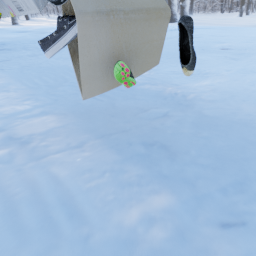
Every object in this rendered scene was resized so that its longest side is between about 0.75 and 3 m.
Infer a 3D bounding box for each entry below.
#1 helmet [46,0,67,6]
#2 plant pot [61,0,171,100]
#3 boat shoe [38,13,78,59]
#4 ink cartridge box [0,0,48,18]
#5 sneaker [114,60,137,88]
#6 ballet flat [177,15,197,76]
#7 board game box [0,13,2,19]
[{"bbox_3d":[-1.164,-2.457,4.483,0.776,0.740,0.776,40,20,-18],"label":"helmet"},{"bbox_3d":[-0.409,-2.809,7.717,2.444,2.761,2.758,-12,58,-14],"label":"plant pot"},{"bbox_3d":[-1.834,-2.929,8.214,2.247,0.744,0.786,-28,19,34],"label":"boat shoe"},{"bbox_3d":[-3.169,-3.492,6.975,2.170,1.249,0.736,5,57,26],"label":"ink cartridge box"},{"bbox_3d":[-0.128,-1.390,7.091,0.429,1.119,0.469,-28,68,5],"label":"sneaker"},{"bbox_3d":[1.945,-2.765,9.667,0.609,2.145,0.713,-34,39,-30],"label":"ballet flat"},{"bbox_3d":[-3.921,-2.469,6.559,1.552,1.283,0.440,16,60,-28],"label":"board game box"}]
